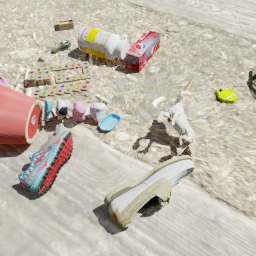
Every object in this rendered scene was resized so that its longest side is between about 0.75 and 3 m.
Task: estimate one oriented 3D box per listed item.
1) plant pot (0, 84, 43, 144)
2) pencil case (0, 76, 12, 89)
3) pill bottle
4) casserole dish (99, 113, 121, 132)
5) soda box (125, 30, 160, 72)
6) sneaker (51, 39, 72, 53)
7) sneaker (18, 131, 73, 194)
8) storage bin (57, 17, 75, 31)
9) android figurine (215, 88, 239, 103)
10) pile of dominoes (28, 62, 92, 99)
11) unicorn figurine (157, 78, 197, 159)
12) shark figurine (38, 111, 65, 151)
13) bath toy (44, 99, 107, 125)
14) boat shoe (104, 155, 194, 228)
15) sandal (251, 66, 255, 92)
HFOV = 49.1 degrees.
[{"bbox_3d":[-3.768,-0.369,8.748,1.777,2.009,2.009,11,47,-1],"label":"plant pot"},{"bbox_3d":[-5.154,-1.117,10.105,0.799,0.835,1.930,3,36,49],"label":"pencil case"},{"bbox_3d":[-1.060,-3.644,12.231,2.126,1.108,1.108,21,51,18],"label":"pill bottle"},{"bbox_3d":[-0.614,-0.174,9.637,0.535,0.171,0.884,26,51,22],"label":"casserole dish"},{"bbox_3d":[0.669,-3.388,12.215,0.699,0.772,2.205,21,50,19],"label":"soda box"},{"bbox_3d":[-3.059,-3.765,12.797,0.984,0.442,0.330,-23,51,-20],"label":"sneaker"},{"bbox_3d":[-2.409,0.823,8.244,1.039,0.863,2.176,14,48,15],"label":"sneaker"},{"bbox_3d":[-3.179,-5.372,14.352,0.779,0.365,0.774,-13,49,-11],"label":"storage bin"},{"bbox_3d":[3.773,-1.230,10.624,0.776,0.175,0.853,-30,52,-25],"label":"android figurine"},{"bbox_3d":[-2.710,-2.081,11.261,2.494,0.397,1.944,-10,48,-9],"label":"pile of dominoes"},{"bbox_3d":[1.605,-0.253,8.717,0.829,2.245,1.542,-7,16,35],"label":"unicorn figurine"},{"bbox_3d":[-2.328,0.028,9.133,0.967,0.675,1.618,0,49,-2],"label":"shark figurine"},{"bbox_3d":[-1.766,-0.534,9.478,2.065,0.763,0.898,2,6,-16],"label":"bath toy"},{"bbox_3d":[0.736,1.683,7.431,2.658,0.993,0.909,-28,55,-11],"label":"boat shoe"},{"bbox_3d":[5.271,-1.953,11.025,0.777,0.558,1.957,5,47,4],"label":"sandal"}]
